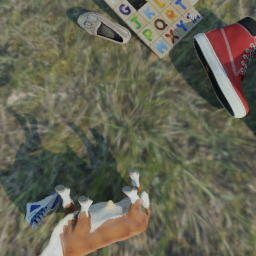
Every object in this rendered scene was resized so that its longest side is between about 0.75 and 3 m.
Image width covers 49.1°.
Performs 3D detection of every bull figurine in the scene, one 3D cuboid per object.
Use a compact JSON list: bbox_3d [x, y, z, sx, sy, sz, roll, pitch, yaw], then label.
[{"bbox_3d":[-0.694,1.887,5.606,2.730,1.657,0.889,-11,29,-33],"label":"bull figurine"}]

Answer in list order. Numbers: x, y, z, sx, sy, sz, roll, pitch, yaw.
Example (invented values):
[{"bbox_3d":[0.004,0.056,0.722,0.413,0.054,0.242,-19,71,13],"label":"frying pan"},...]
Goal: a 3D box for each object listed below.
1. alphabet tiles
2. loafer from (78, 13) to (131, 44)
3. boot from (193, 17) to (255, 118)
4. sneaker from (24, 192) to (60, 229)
[{"bbox_3d":[1.081,-3.846,8.305,2.445,0.110,2.925,45,76,-2],"label":"alphabet tiles"},{"bbox_3d":[-0.710,-2.822,7.945,1.594,0.573,0.501,22,36,1],"label":"loafer"},{"bbox_3d":[3.030,-1.666,7.240,1.896,0.952,2.629,-19,68,8],"label":"boot"},{"bbox_3d":[-2.001,1.761,6.313,0.522,0.365,0.905,23,51,22],"label":"sneaker"}]
